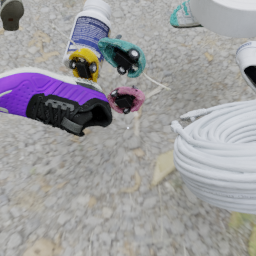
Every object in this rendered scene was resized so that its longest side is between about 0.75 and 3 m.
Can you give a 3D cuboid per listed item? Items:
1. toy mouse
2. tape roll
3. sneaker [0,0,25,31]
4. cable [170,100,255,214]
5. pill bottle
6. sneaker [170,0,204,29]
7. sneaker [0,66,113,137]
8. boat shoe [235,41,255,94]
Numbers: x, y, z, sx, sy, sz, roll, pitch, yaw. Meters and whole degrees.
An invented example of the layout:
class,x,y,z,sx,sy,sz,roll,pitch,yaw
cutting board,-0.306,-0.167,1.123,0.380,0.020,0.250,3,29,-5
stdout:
class,x,y,z,sx,sy,sz,roll,pitch,yaw
toy mouse,-0.116,-1.171,6.343,2.455,2.762,0.535,10,49,27
tape roll,2.729,-3.309,6.738,2.388,0.835,2.388,-1,62,2
sneaker,-3.287,-3.417,7.721,0.612,1.635,0.869,-9,87,-29
cable,2.234,0.317,4.688,2.955,1.023,2.956,-13,17,13
pill bottle,-1.054,-2.524,7.789,1.063,1.063,1.914,12,79,8
sneaker,2.532,-3.245,8.241,2.540,1.159,0.986,-5,66,22
sneaker,-1.365,-0.419,5.589,2.638,0.917,1.312,-1,46,-40
boat shoe,3.382,-0.871,6.442,2.586,0.951,0.845,30,52,-19
